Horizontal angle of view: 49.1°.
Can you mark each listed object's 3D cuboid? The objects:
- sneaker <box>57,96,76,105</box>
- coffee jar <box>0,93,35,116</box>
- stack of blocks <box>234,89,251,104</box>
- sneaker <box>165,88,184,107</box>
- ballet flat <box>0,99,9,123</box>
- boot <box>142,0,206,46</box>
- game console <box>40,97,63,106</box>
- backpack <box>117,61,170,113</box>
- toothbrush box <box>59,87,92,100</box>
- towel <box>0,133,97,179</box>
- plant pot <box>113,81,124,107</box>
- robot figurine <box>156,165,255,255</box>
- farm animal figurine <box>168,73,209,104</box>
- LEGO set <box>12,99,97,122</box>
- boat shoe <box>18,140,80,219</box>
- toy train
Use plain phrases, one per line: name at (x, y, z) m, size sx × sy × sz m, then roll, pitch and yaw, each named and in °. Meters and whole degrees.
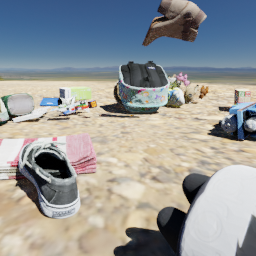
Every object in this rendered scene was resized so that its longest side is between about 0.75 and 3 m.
sneaker at (-2.782, -1.245, 12.656) m, size 0.767 × 0.503 × 1.333 m, roll 12°, pitch 9°, yaw -12°
coffee jar at (-4.122, -0.848, 10.172) m, size 0.937 × 0.766 × 1.796 m, roll -11°, pitch 9°, yaw -36°
stack of blocks at (4.806, -1.169, 11.854) m, size 0.455 × 0.895 × 1.555 m, roll 3°, pitch 12°, yaw 14°
sneaker at (1.814, -1.357, 13.353) m, size 1.240 × 0.894 × 2.360 m, roll -17°, pitch 10°, yaw -5°
ballet flat at (-4.235, -0.470, 8.484) m, size 0.879 × 0.905 × 2.544 m, roll 7°, pitch 11°, yaw -6°
boot at (1.303, -2.802, 8.010) m, size 1.326 × 0.637 × 1.814 m, roll 23°, pitch -33°, yaw -7°
game console at (-3.689, -1.179, 13.844) m, size 1.039 × 0.614 × 0.886 m, roll 1°, pitch 43°, yaw 7°
backpack at (0.621, -1.610, 11.448) m, size 2.091 × 1.773 × 2.356 m, roll -1°, pitch 28°, yaw -7°
toothbrush box at (-3.103, -2.046, 16.491) m, size 1.608 × 0.692 × 1.171 m, roll -6°, pitch 14°, yaw -30°
towel at (-2.154, 0.473, 5.457) m, size 2.965 × 0.337 × 2.136 m, roll -3°, pitch 11°, yaw -12°
plant pot at (0.095, -1.649, 13.454) m, size 1.454 × 1.454 × 1.331 m, roll 1°, pitch 0°, yaw 4°
robot figurine at (1.035, 0.878, 1.761) m, size 1.101 × 1.325 × 1.764 m, roll 12°, pitch 0°, yaw -42°
farm animal figurine at (2.849, -1.897, 14.289) m, size 2.266 × 1.139 × 1.830 m, roll 19°, pitch 1°, yaw -29°
LEGO set at (-2.489, -0.558, 10.339) m, size 2.811 × 0.690 × 2.100 m, roll -13°, pitch 12°, yaw -2°
boat shoe at (-1.164, 0.488, 3.965) m, size 0.678 × 0.627 × 1.837 m, roll -4°, pitch 22°, yaw -24°
toy train at (3.299, -0.240, 7.597) m, size 1.230 × 0.933 × 2.153 m, roll -2°, pitch 10°, yaw 38°
